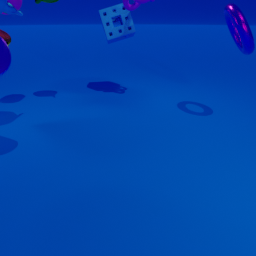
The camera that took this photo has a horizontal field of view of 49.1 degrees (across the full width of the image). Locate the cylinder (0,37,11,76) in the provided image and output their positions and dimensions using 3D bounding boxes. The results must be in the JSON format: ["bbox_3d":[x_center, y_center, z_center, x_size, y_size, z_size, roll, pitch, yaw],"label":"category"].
[{"bbox_3d":[-3.018,-1.347,5.607,0.985,0.985,0.985,-16,7,43],"label":"cylinder"}]

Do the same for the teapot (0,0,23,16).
[{"bbox_3d":[-3.432,-3.194,6.710,1.855,1.154,0.908,25,16,-28],"label":"teapot"}]

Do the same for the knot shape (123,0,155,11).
[{"bbox_3d":[0.498,-4.658,9.893,1.312,0.606,1.228,-16,18,25],"label":"knot shape"}]

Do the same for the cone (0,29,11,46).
[{"bbox_3d":[-3.864,-1.883,7.643,1.294,1.299,1.294,11,41,-9],"label":"cone"}]

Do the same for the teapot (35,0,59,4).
[{"bbox_3d":[-2.547,-4.511,9.012,1.092,0.860,1.756,7,-14,-44],"label":"teapot"}]

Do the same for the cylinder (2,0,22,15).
[{"bbox_3d":[-3.810,-4.119,8.543,0.911,0.911,0.911,-3,-9,-8],"label":"cylinder"}]

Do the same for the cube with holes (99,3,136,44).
[{"bbox_3d":[-0.443,-4.210,11.356,1.151,1.151,1.151,-17,10,0],"label":"cube with holes"}]

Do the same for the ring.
[{"bbox_3d":[3.246,-2.879,8.195,0.317,1.587,1.587,-25,16,17],"label":"ring"}]
